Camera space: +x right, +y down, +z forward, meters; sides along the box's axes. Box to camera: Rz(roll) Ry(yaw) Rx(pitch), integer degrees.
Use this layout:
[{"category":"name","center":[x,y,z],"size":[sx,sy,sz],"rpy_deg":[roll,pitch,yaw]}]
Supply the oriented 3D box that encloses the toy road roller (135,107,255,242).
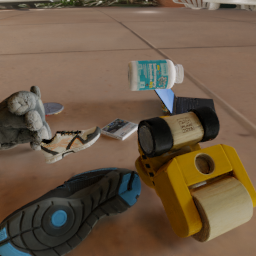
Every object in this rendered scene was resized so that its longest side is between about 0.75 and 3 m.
[{"category":"toy road roller","center":[1.139,0.945,5.883],"size":[1.616,1.919,2.629],"rpy_deg":[-13,68,-23]}]

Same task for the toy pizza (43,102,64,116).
[{"category":"toy pizza","center":[-2.780,-0.645,9.869],"size":[1.029,0.163,1.029],"rpy_deg":[0,27,0]}]

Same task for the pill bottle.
[{"category":"pill bottle","center":[0.807,-1.580,8.334],"size":[1.579,0.875,0.875],"rpy_deg":[-4,29,-5]}]

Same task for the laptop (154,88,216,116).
[{"category":"laptop","center":[2.012,-1.167,9.827],"size":[2.179,1.125,1.931],"rpy_deg":[5,30,9]}]

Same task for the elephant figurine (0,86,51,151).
[{"category":"elephant figurine","center":[-3.491,0.042,7.231],"size":[2.614,1.849,2.028],"rpy_deg":[-20,2,-4]}]

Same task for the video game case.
[{"category":"video game case","center":[-0.249,0.026,8.695],"size":[0.867,0.111,0.953],"rpy_deg":[18,34,29]}]

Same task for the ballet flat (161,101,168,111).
[{"category":"ballet flat","center":[1.390,-0.945,10.252],"size":[0.351,0.322,1.021],"rpy_deg":[2,28,4]}]

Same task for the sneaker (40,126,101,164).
[{"category":"sneaker","center":[-1.007,0.209,4.861],"size":[1.121,0.449,0.413],"rpy_deg":[-25,15,-2]}]

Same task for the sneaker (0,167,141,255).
[{"category":"sneaker","center":[-1.090,1.518,5.307],"size":[2.805,1.027,1.149],"rpy_deg":[-17,13,-35]}]
